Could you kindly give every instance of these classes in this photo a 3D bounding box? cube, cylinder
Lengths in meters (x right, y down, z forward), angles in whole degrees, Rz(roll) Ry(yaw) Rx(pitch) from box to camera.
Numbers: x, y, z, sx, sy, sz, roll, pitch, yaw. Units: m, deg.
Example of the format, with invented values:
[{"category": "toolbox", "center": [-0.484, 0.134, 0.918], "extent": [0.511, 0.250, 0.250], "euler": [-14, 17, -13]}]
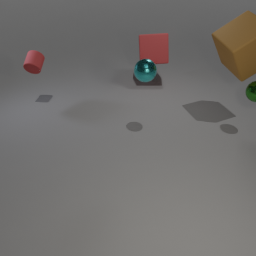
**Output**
[{"category": "cube", "center": [1.266, -3.970, 14.023], "extent": [1.400, 1.400, 1.400], "euler": [-2, 18, 3]}, {"category": "cylinder", "center": [-3.862, -2.704, 11.525], "extent": [0.700, 0.700, 0.700], "euler": [4, 65, 7]}, {"category": "cube", "center": [3.886, -2.714, 9.318], "extent": [1.400, 1.400, 1.400], "euler": [-32, 44, 10]}]

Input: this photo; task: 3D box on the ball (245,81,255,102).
[{"category": "ball", "center": [4.217, -1.194, 9.152], "extent": [0.700, 0.700, 0.700], "euler": [0, 31, 0]}]

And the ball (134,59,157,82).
[{"category": "ball", "center": [0.529, -1.752, 8.537], "extent": [0.700, 0.700, 0.700], "euler": [0, 31, 0]}]
